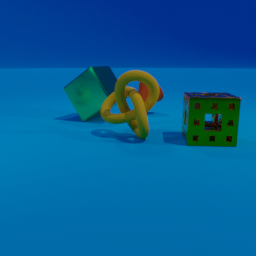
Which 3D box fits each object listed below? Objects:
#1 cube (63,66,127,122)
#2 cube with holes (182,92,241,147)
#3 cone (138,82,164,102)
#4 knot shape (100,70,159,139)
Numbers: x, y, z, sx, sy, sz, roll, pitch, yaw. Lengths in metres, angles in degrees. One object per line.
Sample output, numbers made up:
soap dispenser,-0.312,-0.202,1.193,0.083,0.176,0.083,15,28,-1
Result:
cube,-0.985,-1.089,8.708,1.208,1.208,1.208,-31,-2,27
cube with holes,1.831,-0.234,6.377,1.047,1.047,1.047,1,13,4
cone,0.545,-0.941,9.468,0.985,0.985,0.989,11,55,40
knot shape,-0.027,-0.541,6.623,1.467,1.567,0.724,5,8,38
